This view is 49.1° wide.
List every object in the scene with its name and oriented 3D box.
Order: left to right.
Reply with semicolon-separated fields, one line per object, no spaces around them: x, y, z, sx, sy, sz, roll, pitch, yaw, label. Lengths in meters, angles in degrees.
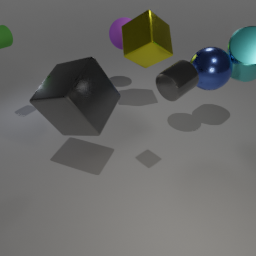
-4.275;-2.949;9.156;0.700;0.700;0.700;18;35;26;cylinder
-1.299;-0.757;7.171;1.400;1.400;1.400;0;51;37;cube
-0.167;-4.305;12.806;1.400;1.400;1.400;0;32;0;ball
0.741;-3.394;10.895;1.400;1.400;1.400;-17;-21;38;cube
1.098;-1.062;6.282;0.700;0.700;0.700;-35;45;-23;cylinder
2.681;-1.931;9.155;1.400;1.400;1.400;0;32;0;ball
4.049;-2.453;9.463;1.400;1.400;1.400;10;-10;15;cylinder
